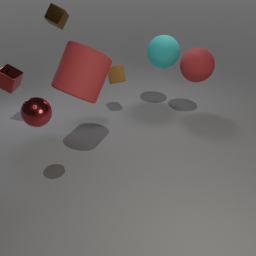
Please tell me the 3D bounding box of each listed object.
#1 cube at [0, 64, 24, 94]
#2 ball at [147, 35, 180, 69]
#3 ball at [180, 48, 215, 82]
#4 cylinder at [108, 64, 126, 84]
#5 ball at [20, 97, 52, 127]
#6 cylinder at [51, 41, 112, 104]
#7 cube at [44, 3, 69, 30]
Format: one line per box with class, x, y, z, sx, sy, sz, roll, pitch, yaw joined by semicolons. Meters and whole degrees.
cube;-4.522;-1.876;10.645;0.700;0.700;0.700;28;38;-7
ball;1.525;-3.280;12.092;1.400;1.400;1.400;0;29;0
ball;2.848;-2.589;11.538;1.400;1.400;1.400;0;29;0
cylinder;-0.491;-2.245;11.709;0.700;0.700;0.700;-11;11;2
ball;-2.127;-0.368;6.513;0.700;0.700;0.700;0;29;0
cylinder;-1.354;-1.618;8.252;1.400;1.400;1.400;23;5;-2
cube;-3.057;-4.779;12.028;0.700;0.700;0.700;27;3;0
